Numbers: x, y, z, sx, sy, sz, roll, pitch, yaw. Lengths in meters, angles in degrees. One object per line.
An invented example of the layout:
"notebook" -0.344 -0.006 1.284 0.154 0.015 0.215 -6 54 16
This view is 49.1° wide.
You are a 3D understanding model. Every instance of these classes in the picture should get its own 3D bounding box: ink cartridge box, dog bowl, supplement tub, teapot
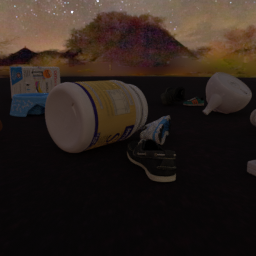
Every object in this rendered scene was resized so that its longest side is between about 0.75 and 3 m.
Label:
"ink cartridge box" -4.795 -2.300 14.497 2.346 1.727 1.697 -6 14 -24
"dog bowl" -2.973 -0.905 10.584 2.976 0.738 1.659 2 12 7
"supplement tub" -0.646 -0.332 6.334 1.467 1.467 2.018 11 16 40
"teapot" 3.682 -1.183 10.714 1.808 1.320 1.785 15 39 -14

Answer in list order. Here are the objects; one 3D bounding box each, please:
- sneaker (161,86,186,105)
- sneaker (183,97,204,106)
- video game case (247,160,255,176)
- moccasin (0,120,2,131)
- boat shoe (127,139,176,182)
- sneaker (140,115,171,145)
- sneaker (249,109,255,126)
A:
"sneaker" 2.262 -1.576 13.219 1.087 0.725 1.897 -9 12 21
"sneaker" 2.929 -1.196 12.535 1.018 0.407 0.363 -3 6 -17
"video game case" 3.303 0.847 3.921 1.821 0.229 2.543 -5 14 -20
"moccasin" -4.016 -0.127 7.304 2.068 0.756 0.798 -4 18 30
"boat shoe" 0.401 0.438 5.054 0.585 0.551 1.630 -6 12 -17
"sneaker" 0.688 0.011 7.021 0.636 0.550 1.468 -1 11 21
"sneaker" 3.981 -0.098 6.879 0.988 0.855 2.281 -15 19 -34
